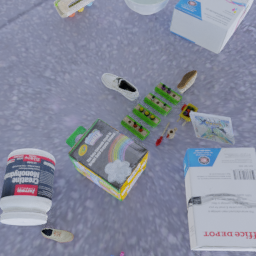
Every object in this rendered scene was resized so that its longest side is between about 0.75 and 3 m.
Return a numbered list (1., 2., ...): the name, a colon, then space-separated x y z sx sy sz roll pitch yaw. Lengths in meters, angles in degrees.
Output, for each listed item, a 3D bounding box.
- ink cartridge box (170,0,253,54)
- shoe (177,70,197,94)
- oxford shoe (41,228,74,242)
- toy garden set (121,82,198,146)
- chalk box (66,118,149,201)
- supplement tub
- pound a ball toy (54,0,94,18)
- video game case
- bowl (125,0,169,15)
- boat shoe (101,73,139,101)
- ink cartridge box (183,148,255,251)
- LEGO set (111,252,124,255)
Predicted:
1. ink cartridge box: 3.267 -4.549 10.557 2.127 1.246 2.944 31 66 15
2. shoe: 2.041 -1.597 9.621 0.381 0.291 1.090 16 54 44
3. oxford shoe: -1.857 2.798 7.308 0.862 0.318 0.305 6 63 3
4. toy garden set: 1.096 -0.417 8.904 1.733 0.415 2.079 37 69 17
5. chalk box: -0.696 0.774 7.790 2.168 1.342 1.349 33 69 16
6. supplement tub: -2.631 1.561 7.410 1.261 1.261 1.796 -2 63 -1
7. pound a ball toy: -1.991 -4.859 10.874 1.854 0.787 1.209 -41 35 -19
8. video game case: 2.395 0.010 7.976 1.153 1.051 0.127 12 55 37
9. bowl: 0.731 -5.188 11.063 2.096 0.942 2.096 0 62 0
10. boat shoe: -0.280 -1.475 9.404 1.503 0.494 0.541 39 69 18
11. ink cartridge box: 2.487 1.859 7.340 1.815 1.057 2.510 0 62 3
12. LEGO set: -0.388 3.485 6.926 0.345 0.371 0.904 14 64 8
